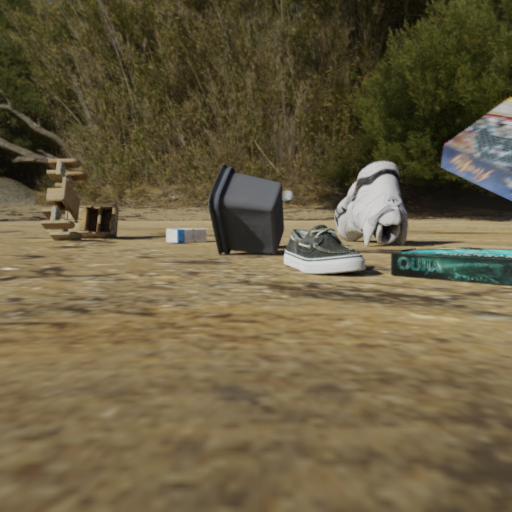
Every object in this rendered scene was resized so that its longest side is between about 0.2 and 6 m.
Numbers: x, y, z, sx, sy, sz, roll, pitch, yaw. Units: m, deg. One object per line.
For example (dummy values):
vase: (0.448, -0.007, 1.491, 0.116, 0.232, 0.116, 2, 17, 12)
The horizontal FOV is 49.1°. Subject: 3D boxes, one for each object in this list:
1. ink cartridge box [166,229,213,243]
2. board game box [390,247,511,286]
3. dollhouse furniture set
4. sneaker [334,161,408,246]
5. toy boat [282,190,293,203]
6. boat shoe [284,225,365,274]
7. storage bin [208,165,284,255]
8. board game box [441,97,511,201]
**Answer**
ink cartridge box: (-1.966, -0.604, 16.626, 1.230, 0.417, 0.713, -3, 6, -36)
board game box: (3.553, 0.129, 7.861, 2.725, 0.384, 1.843, 4, 7, 42)
dollhouse furniture set: (-5.549, -1.556, 17.937, 1.677, 2.213, 2.525, -1, -22, 0)
sneaker: (3.139, -0.888, 15.541, 1.274, 1.948, 3.390, 0, -30, -11)
toy boat: (0.468, -0.946, 13.947, 0.699, 1.505, 1.265, 6, 28, -9)
boat shoe: (0.968, -0.125, 8.786, 0.744, 0.732, 2.065, -2, 5, -25)
storage bin: (-0.097, -0.890, 11.550, 1.258, 1.363, 1.873, 10, -36, 12)
board game box: (4.499, -1.357, 8.379, 1.872, 0.478, 2.763, -34, 52, -25)
